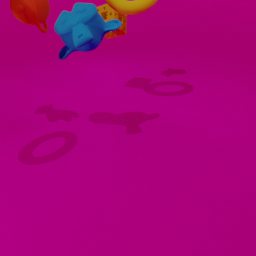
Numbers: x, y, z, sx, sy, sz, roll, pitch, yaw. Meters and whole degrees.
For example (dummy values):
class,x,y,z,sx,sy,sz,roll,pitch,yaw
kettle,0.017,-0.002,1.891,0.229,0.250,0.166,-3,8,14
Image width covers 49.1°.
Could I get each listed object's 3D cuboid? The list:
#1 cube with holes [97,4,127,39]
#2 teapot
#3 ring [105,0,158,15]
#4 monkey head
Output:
class,x,y,z,sx,sy,sz,roll,pitch,yaw
cube with holes,-0.545,-3.369,8.835,0.743,0.743,0.743,-3,-7,32
teapot,-2.059,-2.508,5.677,0.799,1.284,0.629,-24,23,29
ring,0.109,-3.881,7.422,1.723,1.723,0.345,6,3,9
monkey head,-0.919,-1.971,5.968,1.622,0.978,1.167,-27,59,8
